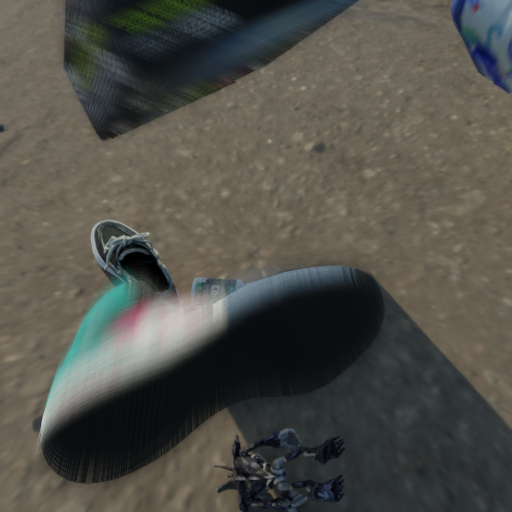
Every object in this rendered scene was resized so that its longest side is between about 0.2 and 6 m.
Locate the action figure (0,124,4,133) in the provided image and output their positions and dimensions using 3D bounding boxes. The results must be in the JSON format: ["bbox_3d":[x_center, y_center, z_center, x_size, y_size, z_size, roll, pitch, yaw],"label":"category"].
[{"bbox_3d":[-3.614,-1.568,6.555,1.046,0.547,1.012,-32,77,-18],"label":"action figure"}]

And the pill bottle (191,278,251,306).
[{"bbox_3d":[-0.409,0.527,7.289,0.816,0.461,0.461,2,47,3],"label":"pill bottle"}]

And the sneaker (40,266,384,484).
[{"bbox_3d":[-0.439,0.704,4.777,2.745,1.148,1.658,-21,19,-16],"label":"sneaker"}]

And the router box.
[{"bbox_3d":[-0.611,-2.460,6.057,2.674,1.108,3.568,-29,12,-15],"label":"router box"}]

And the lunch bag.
[{"bbox_3d":[3.544,-3.155,6.833,1.115,2.174,2.705,47,21,25],"label":"lunch bag"}]

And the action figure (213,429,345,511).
[{"bbox_3d":[0.250,2.173,5.610,1.388,0.708,0.825,-17,70,37],"label":"action figure"}]

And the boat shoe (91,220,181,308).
[{"bbox_3d":[-1.696,0.037,7.585,0.751,0.694,2.033,-23,51,-20],"label":"boat shoe"}]
